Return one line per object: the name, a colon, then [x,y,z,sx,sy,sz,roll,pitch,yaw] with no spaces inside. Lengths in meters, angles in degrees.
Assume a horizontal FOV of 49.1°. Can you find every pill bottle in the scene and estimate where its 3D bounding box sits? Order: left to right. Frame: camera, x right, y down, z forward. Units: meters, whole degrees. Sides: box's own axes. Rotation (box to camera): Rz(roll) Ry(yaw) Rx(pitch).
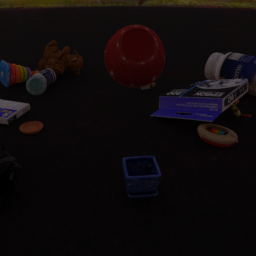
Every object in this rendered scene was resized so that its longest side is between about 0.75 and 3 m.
pill bottle: [-4.094,-2.306,13.357,0.760,0.760,1.368,8,30,14]
pill bottle: [5.127,-2.567,12.941,1.650,1.650,2.852,-24,36,-36]

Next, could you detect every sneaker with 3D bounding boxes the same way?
sneaker: [-3.406,0.891,7.381,1.684,1.124,2.940,0,32,-3]

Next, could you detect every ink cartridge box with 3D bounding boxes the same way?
ink cartridge box: [-4.842,-0.656,10.874,1.450,0.315,1.437,10,31,13]
ink cartridge box: [2.641,-1.142,10.595,2.743,0.601,2.769,8,32,46]

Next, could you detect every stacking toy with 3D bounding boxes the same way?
stacking toy: [-5.300,-2.699,14.055,2.003,1.163,1.099,-8,31,-42]

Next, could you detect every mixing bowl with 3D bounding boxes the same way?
mixing bowl: [0.278,-2.505,9.104,2.137,2.137,1.157,-3,-7,-5]

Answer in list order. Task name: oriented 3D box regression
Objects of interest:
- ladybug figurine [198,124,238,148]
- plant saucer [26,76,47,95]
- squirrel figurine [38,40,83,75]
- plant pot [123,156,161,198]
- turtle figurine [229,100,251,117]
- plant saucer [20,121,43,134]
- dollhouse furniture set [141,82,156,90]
ladybug figurine: [2.882,0.269,9.070,1.327,0.477,0.901,24,37,36]
plant saucer: [-4.163,-1.948,12.651,0.935,0.935,0.180,-3,-9,-6]
squirrel figurine: [-3.568,-3.427,15.024,2.057,1.560,2.204,22,49,16]
plant pot: [0.324,1.254,7.025,0.858,0.771,0.858,-4,30,-6]
turtle figurine: [3.724,-0.917,10.993,1.617,0.646,2.005,-10,34,-13]
plant saucer: [-3.401,0.002,9.889,0.796,0.149,0.796,-1,30,0]
dollhouse furniture set: [0.780,-2.532,13.839,0.816,0.697,1.575,-10,30,-17]
